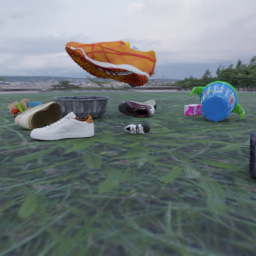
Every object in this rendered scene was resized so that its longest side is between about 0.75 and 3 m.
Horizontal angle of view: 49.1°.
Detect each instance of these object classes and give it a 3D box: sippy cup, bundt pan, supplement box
[{"bbox_3d":[4.362,-1.196,13.741,2.463,1.934,1.805,-6,18,25],"label":"sippy cup"},{"bbox_3d":[-2.416,-1.087,14.756,2.880,1.081,2.880,-1,9,0],"label":"bundt pan"},{"bbox_3d":[3.711,-1.029,15.905,0.554,0.566,1.095,10,13,40],"label":"supplement box"}]

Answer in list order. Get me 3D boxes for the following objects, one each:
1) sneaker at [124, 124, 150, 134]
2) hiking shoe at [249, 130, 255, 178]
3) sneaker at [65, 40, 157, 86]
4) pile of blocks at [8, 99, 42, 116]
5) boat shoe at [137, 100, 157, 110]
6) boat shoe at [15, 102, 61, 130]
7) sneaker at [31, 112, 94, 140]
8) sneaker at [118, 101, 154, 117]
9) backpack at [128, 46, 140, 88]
[{"bbox_3d":[0.326,0.055,10.345,1.027,0.381,0.455,-5,5,36],"label":"sneaker"},{"bbox_3d":[3.371,0.492,5.967,1.300,0.978,2.582,2,9,32],"label":"hiking shoe"},{"bbox_3d":[-0.528,-2.085,8.328,2.937,1.133,1.072,20,-20,17],"label":"sneaker"},{"bbox_3d":[-5.342,-1.086,15.169,2.265,0.930,0.704,-2,12,-10],"label":"pile of blocks"},{"bbox_3d":[0.805,-1.236,17.156,1.916,0.701,0.600,-9,-33,15],"label":"boat shoe"},{"bbox_3d":[-3.807,-0.563,12.188,0.891,0.990,2.744,4,16,13],"label":"boat shoe"},{"bbox_3d":[-2.253,-0.100,9.657,2.134,0.903,0.777,-5,13,-21],"label":"sneaker"},{"bbox_3d":[0.297,-1.011,15.235,2.109,0.798,1.218,5,14,20],"label":"sneaker"},{"bbox_3d":[0.357,-3.100,14.418,1.632,1.872,2.129,-37,-4,9],"label":"backpack"}]
